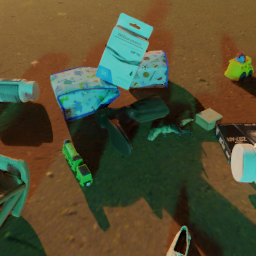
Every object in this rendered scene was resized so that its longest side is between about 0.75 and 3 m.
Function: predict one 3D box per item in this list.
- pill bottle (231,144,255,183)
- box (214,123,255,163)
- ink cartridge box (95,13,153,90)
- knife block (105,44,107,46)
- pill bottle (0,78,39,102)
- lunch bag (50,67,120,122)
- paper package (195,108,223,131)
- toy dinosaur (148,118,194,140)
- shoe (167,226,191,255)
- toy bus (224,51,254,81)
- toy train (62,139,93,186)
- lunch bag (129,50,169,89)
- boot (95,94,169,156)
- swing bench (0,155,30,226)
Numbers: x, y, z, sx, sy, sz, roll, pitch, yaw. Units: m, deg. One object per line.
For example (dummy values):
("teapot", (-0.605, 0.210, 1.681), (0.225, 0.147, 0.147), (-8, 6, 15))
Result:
("pill bottle", (4.689, 1.102, 8.405), (2.801, 1.559, 1.559), (2, 39, 1))
("box", (4.375, 0.484, 10.065), (2.062, 0.449, 1.652), (-1, 39, -2))
("ink cartridge box", (-0.143, -2.998, 11.034), (1.473, 2.540, 0.862), (22, 23, -8))
("knife block", (-0.687, -4.673, 16.544), (1.362, 0.436, 1.196), (0, 40, 2))
("pill bottle", (-4.916, -1.641, 12.279), (1.808, 1.028, 1.028), (3, 39, 3))
("lunch bag", (-1.786, -1.593, 11.781), (2.482, 1.582, 2.110), (-21, 42, -10))
("paper package", (3.210, -0.353, 11.148), (0.799, 0.413, 0.761), (-23, 44, -25))
("toy dinosaur", (1.893, 0.045, 10.599), (2.306, 0.547, 1.016), (-16, 35, -25))
("shoe", (1.241, 3.029, 6.944), (0.463, 0.354, 1.325), (15, 41, 18))
("toy bus", (5.660, -3.171, 13.962), (1.394, 1.339, 0.946), (-22, 42, -27))
("toy train", (-1.705, 1.082, 9.213), (0.427, 0.578, 2.049), (-19, 43, -23))
("lunch bag", (0.898, -3.013, 13.686), (1.996, 1.454, 2.348), (-1, 47, -1))
("boot", (0.581, -0.282, 10.752), (2.992, 0.961, 2.789), (-14, 42, -24))
("swing bench", (-4.422, 1.851, 7.443), (2.600, 1.696, 2.614), (14, 35, 17))
